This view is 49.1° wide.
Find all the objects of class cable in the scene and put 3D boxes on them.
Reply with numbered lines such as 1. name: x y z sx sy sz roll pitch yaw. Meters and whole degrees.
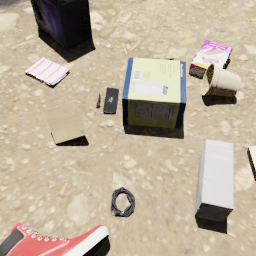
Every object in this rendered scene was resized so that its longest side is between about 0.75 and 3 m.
1. cable: -0.155 2.432 9.364 0.813 0.253 0.997 6 53 4

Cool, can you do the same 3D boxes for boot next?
1. boot: -2.234 3.288 8.266 2.985 1.081 2.153 -31 58 -17

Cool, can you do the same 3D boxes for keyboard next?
1. keyboard: -0.907 -1.213 12.142 0.937 0.152 1.475 8 53 -2

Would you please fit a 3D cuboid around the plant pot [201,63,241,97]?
1. plant pot: 4.028 -1.932 12.049 1.300 1.420 1.420 15 54 -4

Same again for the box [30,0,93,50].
1. box: -3.417 -6.043 13.963 1.836 2.955 2.979 -36 61 -23

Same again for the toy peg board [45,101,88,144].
1. toy peg board: -2.296 -0.258 10.830 1.338 0.655 1.333 -16 96 12

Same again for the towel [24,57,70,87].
1. towel: -3.798 -2.679 13.156 1.774 0.265 1.298 27 57 19

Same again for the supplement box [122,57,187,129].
1. supplement box: 1.073 -1.437 11.385 2.384 1.602 2.386 5 54 4

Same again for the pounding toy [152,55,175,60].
1. pounding toy: 1.786 -3.012 13.094 1.252 0.753 1.622 -4 54 -3

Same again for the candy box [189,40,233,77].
1. candy box: 3.952 -3.236 13.333 1.413 0.632 2.072 24 57 16

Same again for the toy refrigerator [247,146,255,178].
1. toy refrigerator: 4.708 1.234 10.173 0.437 0.403 1.152 -4 52 5

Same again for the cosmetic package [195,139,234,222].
1. cosmetic package: 2.860 1.712 9.274 1.074 1.272 2.381 8 55 6
